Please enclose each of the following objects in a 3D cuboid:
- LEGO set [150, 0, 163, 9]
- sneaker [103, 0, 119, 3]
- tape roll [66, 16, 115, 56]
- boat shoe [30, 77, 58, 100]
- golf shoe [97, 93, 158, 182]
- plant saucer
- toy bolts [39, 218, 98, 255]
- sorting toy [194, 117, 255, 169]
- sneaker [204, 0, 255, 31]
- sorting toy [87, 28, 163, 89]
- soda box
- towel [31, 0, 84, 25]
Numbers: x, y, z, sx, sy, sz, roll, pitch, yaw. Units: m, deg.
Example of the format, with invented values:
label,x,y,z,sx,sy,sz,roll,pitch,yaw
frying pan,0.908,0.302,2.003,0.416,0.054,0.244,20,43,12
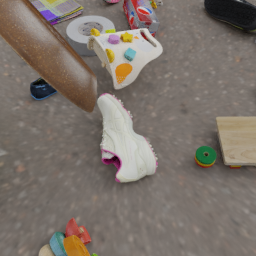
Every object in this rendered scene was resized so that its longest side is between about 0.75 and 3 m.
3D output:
label,x,y,z,sx,sy,sz,roll,pitch,yaw
LEGO set,0.830,-4.771,10.532,0.979,0.402,0.373,5,53,4
sneaker,-0.632,-5.433,10.977,0.869,0.720,1.822,10,48,29
tape roll,-1.192,-3.015,9.108,1.542,0.509,1.542,0,53,0
boat shoe,-1.971,-1.374,7.808,0.683,0.557,1.623,31,58,22
golf shoe,-0.280,0.179,6.337,1.058,0.871,2.312,-26,62,-14
plant saucer,-1.286,-1.340,4.337,0.474,2.589,2.589,-42,59,4
toy bolts,-1.080,2.249,4.742,0.920,1.267,1.327,-36,40,-7
sorting toy,2.847,0.363,6.514,2.679,0.453,1.292,0,52,3
sneaker,3.812,-4.073,9.883,1.119,0.969,2.702,-3,45,-39
sorting toy,-0.017,-2.163,7.477,1.641,0.974,1.823,-22,58,-18
soda box,0.402,-3.915,9.633,0.736,0.667,2.103,-2,51,-17
towel,-3.032,-4.319,10.266,2.400,0.273,1.724,-29,58,-21
